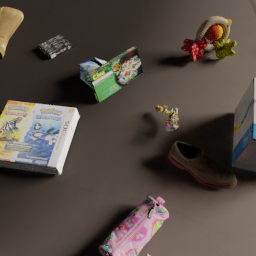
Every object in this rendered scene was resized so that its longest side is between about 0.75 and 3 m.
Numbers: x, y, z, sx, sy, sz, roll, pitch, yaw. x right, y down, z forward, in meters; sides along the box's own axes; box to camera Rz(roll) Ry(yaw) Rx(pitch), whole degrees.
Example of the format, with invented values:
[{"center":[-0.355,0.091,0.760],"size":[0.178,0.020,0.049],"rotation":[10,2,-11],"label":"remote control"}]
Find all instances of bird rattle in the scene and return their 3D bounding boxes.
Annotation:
[{"center":[3.557,-3.947,12.265],"size":[2.300,1.875,1.296],"rotation":[2,37,-9],"label":"bird rattle"}]

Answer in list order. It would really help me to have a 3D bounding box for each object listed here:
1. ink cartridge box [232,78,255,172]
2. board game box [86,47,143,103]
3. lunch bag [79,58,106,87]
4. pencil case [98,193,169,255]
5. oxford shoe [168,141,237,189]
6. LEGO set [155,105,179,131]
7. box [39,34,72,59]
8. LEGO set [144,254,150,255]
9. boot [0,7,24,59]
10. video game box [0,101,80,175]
[{"center":[4.772,-0.004,9.407],"size":[1.890,1.881,2.576],"rotation":[13,57,7],"label":"ink cartridge box"},{"center":[-0.452,-2.171,11.288],"size":[2.429,1.272,0.285],"rotation":[-36,43,-22],"label":"board game box"},{"center":[-1.169,-2.324,11.671],"size":[1.368,0.871,1.163],"rotation":[-25,52,-31],"label":"lunch bag"},{"center":[0.217,2.934,8.001],"size":[0.977,0.977,2.234],"rotation":[39,65,23],"label":"pencil case"},{"center":[2.456,1.208,9.195],"size":[2.390,0.894,0.842],"rotation":[24,59,16],"label":"oxford shoe"},{"center":[1.500,-0.541,10.213],"size":[0.687,0.556,1.493],"rotation":[-11,40,-7],"label":"LEGO set"},{"center":[-3.375,-3.781,12.985],"size":[1.188,0.258,0.951],"rotation":[-38,64,-23],"label":"box"},{"center":[0.647,4.203,7.514],"size":[0.663,0.536,1.441],"rotation":[0,41,-43],"label":"LEGO set"},{"center":[-6.597,-4.562,13.149],"size":[2.597,0.980,2.965],"rotation":[10,56,-9],"label":"boot"},{"center":[-3.387,0.261,9.973],"size":[2.751,0.644,2.506],"rotation":[6,54,6],"label":"video game box"}]
